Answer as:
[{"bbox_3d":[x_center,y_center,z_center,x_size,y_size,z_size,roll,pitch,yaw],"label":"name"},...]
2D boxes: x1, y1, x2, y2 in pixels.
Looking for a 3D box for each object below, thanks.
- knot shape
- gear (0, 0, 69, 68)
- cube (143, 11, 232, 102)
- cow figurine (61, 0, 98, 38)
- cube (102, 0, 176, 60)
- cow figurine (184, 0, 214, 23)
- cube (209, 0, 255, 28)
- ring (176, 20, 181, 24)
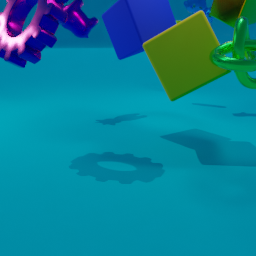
[{"bbox_3d":[2.196,-1.459,5.242,1.371,1.283,0.633,10,-21,-19],"label":"knot shape"},{"bbox_3d":[-1.856,-2.077,5.278,1.850,1.850,0.342,15,-4,39],"label":"gear"},{"bbox_3d":[1.296,-1.506,6.268,1.358,1.358,1.358,-27,1,13],"label":"cube"},{"bbox_3d":[-1.912,-3.383,8.822,0.890,1.621,1.595,-14,35,54],"label":"cow figurine"},{"bbox_3d":[0.300,-2.588,7.025,1.225,1.225,1.225,-28,12,-28],"label":"cube"},{"bbox_3d":[2.403,-3.902,9.216,0.996,0.980,0.546,-11,-20,-20],"label":"cow figurine"},{"bbox_3d":[2.904,-3.314,7.348,0.941,0.941,0.941,-23,52,-29],"label":"cube"},{"bbox_3d":[1.953,-3.498,10.969,1.384,1.384,0.277,9,39,26],"label":"ring"}]
